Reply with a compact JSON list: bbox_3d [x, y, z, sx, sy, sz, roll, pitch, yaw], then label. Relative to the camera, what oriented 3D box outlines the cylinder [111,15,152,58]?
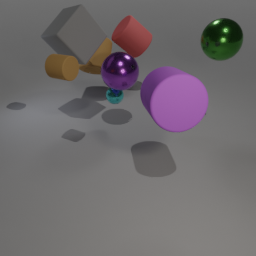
[{"bbox_3d":[0.180,-4.276,13.159,1.400,1.400,1.400,33,16,-29],"label":"cylinder"}]

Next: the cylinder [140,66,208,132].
[{"bbox_3d":[1.106,-0.768,7.087,1.400,1.400,1.400,-4,20,-6],"label":"cylinder"}]

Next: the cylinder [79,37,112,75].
[{"bbox_3d":[-1.472,-3.290,12.692,1.400,1.400,1.400,5,-5,0],"label":"cylinder"}]

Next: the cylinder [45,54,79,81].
[{"bbox_3d":[-1.890,-1.742,8.038,0.700,0.700,0.700,14,33,28],"label":"cylinder"}]

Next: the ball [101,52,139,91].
[{"bbox_3d":[-0.292,-2.065,10.228,1.400,1.400,1.400,0,30,0],"label":"ball"}]

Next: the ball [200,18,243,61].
[{"bbox_3d":[3.211,-3.025,9.620,1.400,1.400,1.400,0,30,0],"label":"ball"}]

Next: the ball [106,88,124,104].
[{"bbox_3d":[-0.515,-1.284,10.951,0.700,0.700,0.700,0,30,0],"label":"ball"}]

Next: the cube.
[{"bbox_3d":[-1.889,-3.235,9.847,1.400,1.400,1.400,19,70,49],"label":"cube"}]
